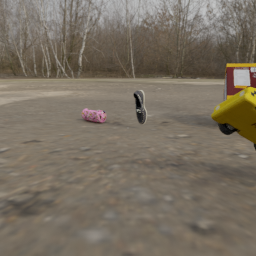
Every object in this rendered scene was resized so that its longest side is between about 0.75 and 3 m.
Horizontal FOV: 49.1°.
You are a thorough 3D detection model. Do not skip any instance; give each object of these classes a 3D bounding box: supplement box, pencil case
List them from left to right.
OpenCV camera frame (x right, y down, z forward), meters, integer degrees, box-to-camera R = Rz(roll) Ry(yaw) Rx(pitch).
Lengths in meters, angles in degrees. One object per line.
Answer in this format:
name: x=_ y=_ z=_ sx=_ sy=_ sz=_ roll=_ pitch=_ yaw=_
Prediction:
pencil case: x=-0.988 y=-0.364 z=8.019 sx=0.834 sy=0.361 sz=0.345 roll=8 pitch=0 yaw=45
supplement box: x=3.260 y=-0.840 z=7.238 sx=1.441 sy=0.970 sz=1.461 roll=3 pitch=49 yaw=16

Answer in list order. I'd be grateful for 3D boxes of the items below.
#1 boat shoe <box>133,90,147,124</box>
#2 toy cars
boat shoe: x=0.263 y=-0.496 z=6.951 sx=0.315 sy=0.866 sz=0.272 roll=6 pitch=17 yaw=39
toy cars: x=2.365 y=-0.100 z=3.239 sx=2.687 sy=0.595 sz=1.204 roll=5 pitch=-32 yaw=17
